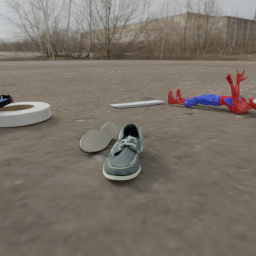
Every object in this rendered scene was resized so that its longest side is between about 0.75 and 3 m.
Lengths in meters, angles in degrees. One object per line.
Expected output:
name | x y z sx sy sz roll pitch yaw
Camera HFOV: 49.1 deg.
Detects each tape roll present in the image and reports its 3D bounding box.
tape roll | -3.088 -0.413 7.824 1.811 0.331 1.811 -1 16 0

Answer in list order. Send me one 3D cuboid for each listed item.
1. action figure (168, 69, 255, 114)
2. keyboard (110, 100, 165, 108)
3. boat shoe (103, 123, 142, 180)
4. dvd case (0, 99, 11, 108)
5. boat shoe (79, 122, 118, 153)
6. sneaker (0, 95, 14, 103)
action figure | 2.815 -1.269 9.028 2.990 1.480 0.976 15 22 34
keyboard | 0.361 -0.860 9.866 1.948 0.104 0.548 -7 17 -25
boat shoe | -0.055 0.357 4.828 0.625 0.531 1.718 3 16 9
dvd case | -4.207 -0.424 7.356 1.866 0.164 1.331 -2 23 27
boat shoe | -0.638 0.253 5.750 0.390 0.452 1.243 -41 -1 33
sneaker | -3.860 -0.808 8.419 0.791 0.280 0.387 -21 -16 -22
